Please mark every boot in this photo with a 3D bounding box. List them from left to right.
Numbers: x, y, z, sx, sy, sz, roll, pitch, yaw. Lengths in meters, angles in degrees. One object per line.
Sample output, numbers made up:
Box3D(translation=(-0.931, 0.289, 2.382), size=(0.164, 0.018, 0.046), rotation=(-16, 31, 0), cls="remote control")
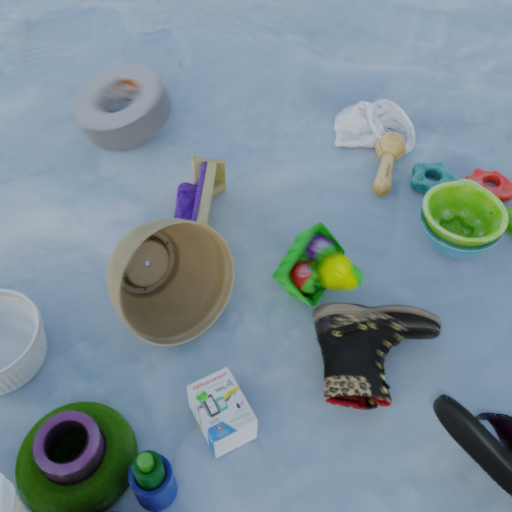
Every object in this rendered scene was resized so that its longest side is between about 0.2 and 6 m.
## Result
Box3D(translation=(1.699, 1.378, 7.711), size=(1.835, 0.671, 1.382), rotation=(6, 57, -7), cls="boot")

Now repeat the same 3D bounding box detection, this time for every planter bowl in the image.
Box3D(translation=(-1.381, 0.245, 8.096), size=(1.795, 1.795, 1.208), rotation=(-33, 32, -24), cls="planter bowl")

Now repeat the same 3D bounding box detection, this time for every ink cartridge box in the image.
Box3D(translation=(-0.445, 2.014, 7.226), size=(0.612, 0.609, 0.834), rotation=(-23, 55, -19), cls="ink cartridge box")

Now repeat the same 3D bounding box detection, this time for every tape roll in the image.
Box3D(translation=(-2.597, -2.916, 10.914), size=(1.764, 0.583, 1.764), rotation=(-7, 59, 11), cls="tape roll")

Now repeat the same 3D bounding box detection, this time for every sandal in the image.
Box3D(translation=(3.244, 2.517, 6.602), size=(2.615, 0.983, 0.626), rotation=(41, 73, 16), cls="sandal")

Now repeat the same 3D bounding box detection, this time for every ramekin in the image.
Box3D(translation=(-3.616, 1.243, 7.753), size=(1.438, 0.755, 1.438), rotation=(0, 52, 0), cls="ramekin")

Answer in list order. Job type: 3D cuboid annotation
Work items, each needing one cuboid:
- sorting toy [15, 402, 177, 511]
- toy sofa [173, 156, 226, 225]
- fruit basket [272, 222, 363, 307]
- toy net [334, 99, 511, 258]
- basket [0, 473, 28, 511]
Box3D(translation=(-1.783, 2.717, 6.252), size=(1.769, 1.209, 2.945), rotation=(-19, 55, -17), cls="sorting toy")
Box3D(translation=(-1.023, -0.791, 9.371), size=(0.891, 0.756, 1.826), rotation=(4, 52, 2), cls="toy sofa")
Box3D(translation=(0.981, 0.163, 8.368), size=(1.222, 0.881, 1.222), rotation=(-32, 30, 21), cls="fruit basket")
Box3D(translation=(3.074, -1.760, 10.049), size=(2.361, 0.869, 4.501), rotation=(-20, 54, -14), cls="toy net")
Box3D(translation=(-3.203, 3.677, 5.230), size=(1.840, 1.675, 2.715), rotation=(-4, 53, -3), cls="basket")
